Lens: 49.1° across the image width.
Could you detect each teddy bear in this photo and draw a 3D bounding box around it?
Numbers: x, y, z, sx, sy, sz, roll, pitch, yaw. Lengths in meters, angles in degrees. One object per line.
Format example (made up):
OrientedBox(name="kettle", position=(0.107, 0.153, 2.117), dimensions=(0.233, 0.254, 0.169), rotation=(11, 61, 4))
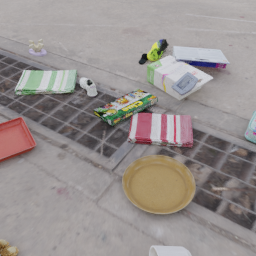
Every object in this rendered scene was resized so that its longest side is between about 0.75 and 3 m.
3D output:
OrientedBox(name="teddy bear", position=(-3.469, 3.444, 6.960), dimensions=(1.094, 0.504, 1.509), rotation=(15, 35, 6))

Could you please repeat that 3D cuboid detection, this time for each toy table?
OrientedBox(name="toy table", position=(-5.168, -4.549, 15.866), dimensions=(1.128, 0.661, 1.037), rotation=(12, 43, 12))

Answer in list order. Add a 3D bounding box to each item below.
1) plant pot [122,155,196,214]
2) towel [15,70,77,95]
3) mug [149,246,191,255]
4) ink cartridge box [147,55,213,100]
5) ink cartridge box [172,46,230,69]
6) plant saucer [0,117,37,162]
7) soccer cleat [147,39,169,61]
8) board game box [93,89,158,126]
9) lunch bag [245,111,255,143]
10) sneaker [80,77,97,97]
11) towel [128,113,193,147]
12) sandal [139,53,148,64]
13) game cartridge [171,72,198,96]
OrientedBox(name="plant pot", position=(0.964, 1.789, 8.899), dimensions=(2.294, 0.315, 2.294), rotation=(-1, 41, 1))
OrientedBox(name="towel", position=(-3.886, -2.284, 13.542), dimensions=(2.676, 0.313, 2.041), rotation=(-2, 41, -3))
OrientedBox(name="mug", position=(1.071, 3.401, 6.837), dimensions=(0.909, 1.108, 0.887), rotation=(-1, 8, -15))
OrientedBox(name="ink cartridge box", position=(2.359, -2.268, 13.037), dimensions=(1.602, 0.921, 2.735), rotation=(-29, 49, -28))
OrientedBox(name="ink cartridge box", position=(3.654, -3.573, 14.459), dimensions=(2.617, 0.577, 2.666), rotation=(6, 31, 4))
OrientedBox(name="plant saucer", position=(-4.554, 0.523, 10.309), dimensions=(1.932, 0.355, 1.936), rotation=(-22, 45, -23))
OrientedBox(name="soccer cleat", position=(1.553, -4.325, 15.774), dimensions=(0.878, 0.679, 2.100), rotation=(-6, 35, 42))
OrientedBox(name="board game box", position=(-0.073, -0.947, 11.916), dimensions=(2.513, 0.295, 1.316), rotation=(-29, 42, -29))
OrientedBox(name="lunch bag", position=(5.387, -0.060, 10.689), dimensions=(1.510, 0.726, 1.882), rotation=(23, 46, 28))
OrientedBox(name="sneaker", position=(-1.826, -2.079, 12.987), dimensions=(0.557, 0.740, 1.487), rotation=(-22, 44, -21))
OrientedBox(name="towel", position=(1.280, -0.011, 10.971), dimensions=(2.442, 0.278, 1.759), rotation=(4, 40, 5))
OrientedBox(name="sandal", position=(0.897, -3.865, 15.369), dimensions=(0.431, 0.274, 1.146), rotation=(11, 42, 12))
OrientedBox(name="game cartridge", position=(2.403, -1.832, 11.704), dimensions=(1.036, 0.215, 0.690), rotation=(-42, 71, -11))
